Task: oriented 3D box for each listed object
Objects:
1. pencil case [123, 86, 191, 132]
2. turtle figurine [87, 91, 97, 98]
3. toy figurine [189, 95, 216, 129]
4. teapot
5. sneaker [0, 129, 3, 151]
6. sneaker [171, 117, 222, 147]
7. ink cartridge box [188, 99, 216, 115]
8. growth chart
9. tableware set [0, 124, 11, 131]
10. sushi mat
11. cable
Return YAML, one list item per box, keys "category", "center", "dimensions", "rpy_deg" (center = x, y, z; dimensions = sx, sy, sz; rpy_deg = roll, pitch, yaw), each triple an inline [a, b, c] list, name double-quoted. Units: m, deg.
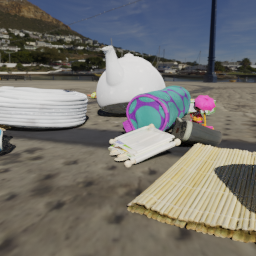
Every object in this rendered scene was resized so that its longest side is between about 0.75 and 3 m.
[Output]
- category: "pencil case"
  center: [0.890, -0.504, 7.504]
  dimensions: [1.188, 1.094, 2.570]
  rpy_deg: [-20, 3, 27]
- category: "turtle figurine"
  center: [-0.844, -2.152, 16.423]
  dimensions: [2.745, 0.884, 2.213]
  rpy_deg: [-6, 13, -30]
- category: "toy figurine"
  center: [1.805, -0.322, 6.917]
  dimensions: [0.806, 0.989, 1.074]
  rpy_deg: [-4, 11, -19]
- category: "teapot"
  center: [0.108, -1.600, 9.704]
  dimensions: [2.561, 1.895, 2.594]
  rpy_deg: [-1, -8, -19]
- category: "sneaker"
  center: [-3.232, 0.032, 5.586]
  dimensions: [1.022, 0.968, 2.530]
  rpy_deg: [1, 16, -36]
- category: "sneaker"
  center: [1.404, 0.156, 6.044]
  dimensions: [0.789, 0.555, 1.485]
  rpy_deg: [17, 4, -4]
- category: "ink cartridge box"
  center: [2.475, -0.852, 10.882]
  dimensions: [1.642, 0.487, 0.853]
  rpy_deg: [7, 13, 31]
- category: "growth chart"
  center: [0.208, 0.276, 5.387]
  dimensions: [1.249, 0.153, 1.726]
  rpy_deg: [-20, 15, -11]
- category: "tableware set"
  center: [-3.602, -0.091, 7.965]
  dimensions: [0.962, 0.134, 1.151]
  rpy_deg: [5, 11, 13]
- category: "sushi mat"
  center: [1.220, 0.676, 3.974]
  dimensions: [1.376, 0.174, 2.877]
  rpy_deg: [7, 13, 26]
- category: "cable"
  center: [-2.617, -0.611, 8.155]
  dimensions: [2.871, 0.994, 2.871]
  rpy_deg: [0, 10, -21]
